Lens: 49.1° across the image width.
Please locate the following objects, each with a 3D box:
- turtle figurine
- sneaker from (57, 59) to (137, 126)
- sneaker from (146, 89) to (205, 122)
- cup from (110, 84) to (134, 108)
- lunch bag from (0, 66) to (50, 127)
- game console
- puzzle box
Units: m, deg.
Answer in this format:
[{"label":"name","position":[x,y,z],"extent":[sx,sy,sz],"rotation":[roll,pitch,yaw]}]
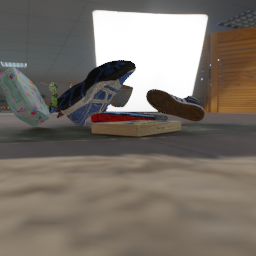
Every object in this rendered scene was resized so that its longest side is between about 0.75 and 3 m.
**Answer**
[{"label":"turtle figurine","position":[-2.144,-1.060,8.996],"extent":[1.468,1.089,1.514],"rotation":[-20,28,-21]},{"label":"sneaker","position":[-0.808,-1.101,8.262],"extent":[2.604,1.003,0.986],"rotation":[-37,40,-10]},{"label":"sneaker","position":[1.798,-0.968,10.641],"extent":[2.247,0.787,1.219],"rotation":[22,24,5]},{"label":"cup","position":[-0.406,-1.394,12.296],"extent":[1.245,0.890,1.245],"rotation":[5,19,-2]},{"label":"lunch bag","position":[-2.859,-0.851,7.610],"extent":[0.603,1.565,1.255],"rotation":[-34,-19,4]},{"label":"game console","position":[0.096,-0.440,10.794],"extent":[2.467,0.433,2.790],"rotation":[1,5,18]},{"label":"puzzle box","position":[0.236,-0.025,6.020],"extent":[1.172,0.224,1.761],"rotation":[2,4,36]}]
